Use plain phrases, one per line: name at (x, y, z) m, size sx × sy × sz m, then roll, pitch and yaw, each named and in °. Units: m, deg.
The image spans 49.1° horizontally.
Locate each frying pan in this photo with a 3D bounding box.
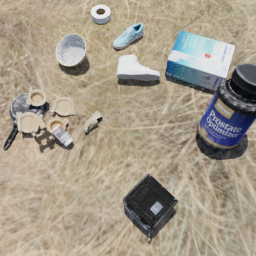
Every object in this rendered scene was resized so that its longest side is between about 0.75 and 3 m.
frying pan at (-4.473, -0.503, 11.355) m, size 1.570 × 0.423 × 2.596 m, roll 39°, pitch 66°, yaw 17°

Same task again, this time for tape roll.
tape roll at (-1.339, -5.645, 13.895) m, size 0.979 × 0.342 × 0.979 m, roll 0°, pitch 63°, yaw 0°

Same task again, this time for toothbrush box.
toothbrush box at (3.086, -2.916, 12.141) m, size 2.503 × 1.067 × 1.832 m, roll 21°, pitch 66°, yaw 8°

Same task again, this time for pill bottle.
pill bottle at (3.698, -0.682, 9.813) m, size 1.659 × 2.967 × 1.659 m, roll 7°, pitch 46°, yaw -8°
pill bottle at (-2.518, 0.294, 10.691) m, size 0.461 × 0.461 × 0.795 m, roll -46°, pitch 103°, yaw -20°

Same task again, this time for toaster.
toaster at (0.687, 2.591, 9.488) m, size 1.429 × 0.938 × 1.580 m, roll 41°, pitch 70°, yaw 18°

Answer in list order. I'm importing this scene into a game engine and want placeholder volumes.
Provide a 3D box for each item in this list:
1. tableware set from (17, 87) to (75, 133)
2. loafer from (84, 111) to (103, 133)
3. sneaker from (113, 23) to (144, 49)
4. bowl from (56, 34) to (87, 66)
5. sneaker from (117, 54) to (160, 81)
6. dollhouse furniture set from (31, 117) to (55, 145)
tableware set at (-3.252, -0.593, 11.214) m, size 2.233 × 0.259 × 1.865 m, roll 11°, pitch 68°, yaw -10°
loafer at (-1.381, -0.213, 11.174) m, size 0.363 × 0.403 × 1.064 m, roll 26°, pitch 66°, yaw 19°
sneaker at (0.000, -4.378, 13.057) m, size 1.752 × 0.718 × 0.648 m, roll -39°, pitch 69°, yaw -18°
bowl at (-2.392, -3.345, 12.455) m, size 1.475 × 0.692 × 1.475 m, roll -3°, pitch 81°, yaw 16°
sneaker at (0.485, -2.673, 12.118) m, size 1.887 × 0.695 × 1.090 m, roll 5°, pitch 73°, yaw -5°
dollhouse furniture set at (-3.280, 0.135, 10.534) m, size 0.642 × 1.238 × 0.548 m, roll -28°, pitch 67°, yaw -13°
